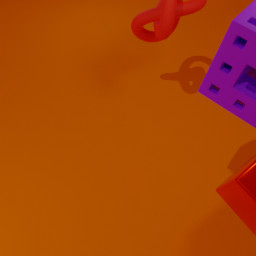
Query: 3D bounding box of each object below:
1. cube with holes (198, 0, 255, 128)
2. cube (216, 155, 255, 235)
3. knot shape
[{"bbox_3d":[1.261,-0.579,2.471,0.780,0.780,0.780,36,58,16],"label":"cube with holes"},{"bbox_3d":[2.241,1.009,4.531,0.994,0.994,0.994,-36,73,-14],"label":"cube"},{"bbox_3d":[0.783,-2.425,6.104,0.793,1.606,1.716,50,47,-9],"label":"knot shape"}]
